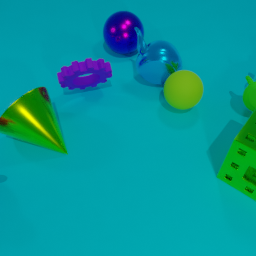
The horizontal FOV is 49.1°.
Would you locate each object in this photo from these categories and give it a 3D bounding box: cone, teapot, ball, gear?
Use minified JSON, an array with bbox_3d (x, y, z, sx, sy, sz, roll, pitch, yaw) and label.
[{"bbox_3d":[-1.948,0.095,6.592,1.520,1.514,1.514,45,59,1],"label":"cone"},{"bbox_3d":[3.294,-0.757,7.039,0.793,0.625,1.275,-29,93,14],"label":"teapot"},{"bbox_3d":[0.833,-1.912,7.745,1.278,2.056,1.007,-19,49,42],"label":"teapot"},{"bbox_3d":[1.414,-0.973,7.166,0.999,0.999,0.999,0,50,0],"label":"ball"},{"bbox_3d":[-1.116,-1.383,7.332,1.400,1.400,0.259,-12,80,-10],"label":"gear"},{"bbox_3d":[-0.140,-3.002,8.844,1.308,1.308,1.308,0,50,0],"label":"ball"}]

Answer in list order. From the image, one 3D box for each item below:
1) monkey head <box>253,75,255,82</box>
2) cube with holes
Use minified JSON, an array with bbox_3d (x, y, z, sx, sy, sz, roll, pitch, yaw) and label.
[{"bbox_3d":[3.746,-1.288,7.477,0.935,1.116,1.551,-9,51,36],"label":"monkey head"},{"bbox_3d":[2.917,0.571,5.749,1.378,1.378,1.378,31,56,24],"label":"cube with holes"}]
